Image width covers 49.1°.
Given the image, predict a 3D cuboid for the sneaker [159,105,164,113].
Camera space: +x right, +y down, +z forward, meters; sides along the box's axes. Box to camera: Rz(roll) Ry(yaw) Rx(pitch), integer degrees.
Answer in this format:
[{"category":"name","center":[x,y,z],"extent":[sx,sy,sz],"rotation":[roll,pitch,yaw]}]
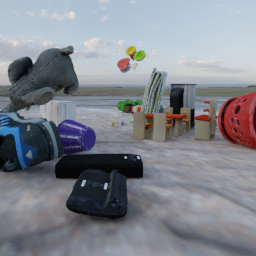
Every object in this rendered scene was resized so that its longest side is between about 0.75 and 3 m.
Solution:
[{"category":"sneaker","center":[1.258,-0.754,13.753],"extent":[1.068,0.694,1.849],"rotation":[-2,-3,24]}]

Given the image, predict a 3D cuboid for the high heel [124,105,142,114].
[{"category":"high heel","center":[0.637,-0.952,15.357],"extent":[0.819,0.575,1.704],"rotation":[11,7,-44]}]

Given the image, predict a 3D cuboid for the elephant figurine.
[{"category":"elephant figurine","center":[-2.646,-1.190,7.930],"extent":[2.331,1.808,1.649],"rotation":[-38,46,-27]}]

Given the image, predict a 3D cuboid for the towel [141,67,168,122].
[{"category":"towel","center":[1.009,-1.204,11.025],"extent":[0.615,2.187,2.555],"rotation":[15,10,8]}]

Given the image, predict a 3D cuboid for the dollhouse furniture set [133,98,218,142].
[{"category":"dollhouse furniture set","center":[1.533,-0.341,8.665],"extent":[2.264,1.179,2.289],"rotation":[5,10,30]}]

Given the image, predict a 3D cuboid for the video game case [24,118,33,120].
[{"category":"video game case","center":[-4.749,-0.265,11.480],"extent":[1.142,0.226,1.260],"rotation":[2,9,16]}]

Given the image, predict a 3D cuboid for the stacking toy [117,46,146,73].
[{"category":"stacking toy","center":[0.232,-2.840,12.054],"extent":[1.143,1.263,0.533],"rotation":[25,-15,38]}]

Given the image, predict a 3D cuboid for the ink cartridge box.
[{"category":"ink cartridge box","center":[-2.329,-0.374,9.333],"extent":[0.605,1.053,1.450],"rotation":[-7,11,-41]}]

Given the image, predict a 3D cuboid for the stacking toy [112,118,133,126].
[{"category":"stacking toy","center":[-0.227,-0.277,11.450],"extent":[0.879,0.274,1.165],"rotation":[0,8,-3]}]

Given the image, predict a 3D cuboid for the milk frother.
[{"category":"milk frother","center":[2.398,-0.826,10.423],"extent":[1.750,1.646,1.579],"rotation":[2,9,12]}]

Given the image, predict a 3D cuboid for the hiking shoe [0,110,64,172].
[{"category":"hiking shoe","center":[-2.500,0.227,5.426],"extent":[2.735,1.017,1.186],"rotation":[-1,15,41]}]

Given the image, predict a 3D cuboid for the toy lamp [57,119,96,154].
[{"category":"toy lamp","center":[-1.973,0.165,6.735],"extent":[2.830,0.824,0.824],"rotation":[3,9,36]}]

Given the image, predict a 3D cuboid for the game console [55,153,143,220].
[{"category":"game console","center":[-0.471,0.757,4.250],"extent":[1.452,0.297,2.462],"rotation":[0,7,-1]}]

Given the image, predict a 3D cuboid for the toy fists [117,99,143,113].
[{"category":"toy fists","center":[0.422,-1.364,17.237],"extent":[2.271,0.781,1.158],"rotation":[-5,9,-24]}]

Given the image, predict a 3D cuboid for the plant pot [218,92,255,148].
[{"category":"plant pot","center":[3.088,-0.193,7.082],"extent":[1.420,1.420,1.293],"rotation":[-4,2,-27]}]
